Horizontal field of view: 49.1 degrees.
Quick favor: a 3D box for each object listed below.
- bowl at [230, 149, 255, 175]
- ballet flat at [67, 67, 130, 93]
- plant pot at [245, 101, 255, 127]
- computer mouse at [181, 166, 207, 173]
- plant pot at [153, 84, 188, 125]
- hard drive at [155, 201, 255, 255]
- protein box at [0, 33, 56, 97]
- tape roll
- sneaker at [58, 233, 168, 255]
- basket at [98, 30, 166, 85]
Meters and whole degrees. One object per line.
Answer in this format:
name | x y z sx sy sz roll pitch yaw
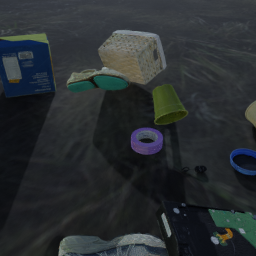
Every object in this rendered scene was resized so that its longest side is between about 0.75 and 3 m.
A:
bowl | 3.739 1.060 8.762 1.068 0.210 1.068 0 35 0
ballet flat | -0.998 -1.674 9.212 2.373 0.800 0.740 0 60 24
plant pot | 4.978 -0.239 9.898 1.267 1.267 1.159 -1 47 -2
computer mouse | 2.004 1.285 8.547 0.791 0.135 0.232 -4 47 3
plant pot | 1.029 -0.661 7.490 0.920 0.920 0.874 -10 71 -14
hard drive | 2.001 2.474 5.771 2.631 0.498 1.838 11 31 -20
protein box | -4.514 -2.797 12.470 2.212 2.228 1.503 -10 36 -14
tape roll | 0.641 0.433 9.533 1.072 0.352 1.072 1 35 0
sneaker | -0.231 2.871 5.782 2.469 0.958 1.066 -5 47 5
basket | 0.148 -3.285 13.087 2.678 1.815 1.652 22 60 38
